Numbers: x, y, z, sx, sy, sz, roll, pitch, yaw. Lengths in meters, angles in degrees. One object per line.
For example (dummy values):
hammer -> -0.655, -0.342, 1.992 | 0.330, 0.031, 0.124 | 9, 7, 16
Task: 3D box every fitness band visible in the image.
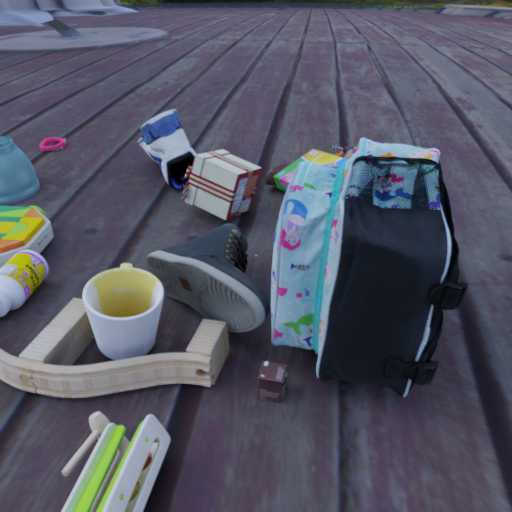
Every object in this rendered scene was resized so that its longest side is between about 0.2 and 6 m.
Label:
fitness band -> -6.197, -3.406, 17.086 | 0.689, 0.180, 0.959 | -3, 30, 0

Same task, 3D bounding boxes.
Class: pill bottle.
pill bottle -> -4.365, 0.505, 10.094 | 0.702, 0.702, 1.348 | 5, 33, 8

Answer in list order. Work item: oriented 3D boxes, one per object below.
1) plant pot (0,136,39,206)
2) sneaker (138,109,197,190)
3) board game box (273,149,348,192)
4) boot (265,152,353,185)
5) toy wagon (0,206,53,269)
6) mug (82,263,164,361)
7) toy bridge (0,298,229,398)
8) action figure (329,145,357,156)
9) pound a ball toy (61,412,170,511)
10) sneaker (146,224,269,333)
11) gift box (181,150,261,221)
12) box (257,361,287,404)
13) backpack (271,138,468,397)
plant pot -> -6.574, -2.223, 14.025 | 1.941, 1.300, 1.941 | 0, 32, 0
sneaker -> -2.208, -2.546, 14.665 | 1.231, 1.759, 3.047 | -25, 4, -7
board game box -> 1.464, -1.846, 13.060 | 1.353, 0.357, 1.768 | -37, 38, -19
boot -> 1.436, -2.260, 14.550 | 1.839, 0.800, 2.210 | 15, 38, 21
toy wagon -> -6.006, -0.335, 11.515 | 3.313, 0.656, 2.571 | 3, 31, 5
mug -> -1.976, 0.928, 8.809 | 1.175, 1.205, 1.468 | 18, 39, 15
toy bridge -> -3.049, 1.356, 8.690 | 5.014, 0.682, 1.685 | 8, 32, 12
action figure -> 2.549, -2.924, 15.998 | 0.907, 0.490, 0.937 | 0, 31, 17
pound a ball toy -> -1.728, 2.654, 6.714 | 1.122, 0.731, 1.720 | -18, 26, 21
sneaker -> -0.486, 0.161, 9.629 | 1.683, 1.185, 3.168 | -31, 30, -28
gift box -> -0.876, -1.584, 12.876 | 1.343, 1.438, 1.327 | 28, 22, 19
box -> 0.233, 1.837, 8.132 | 0.366, 0.446, 0.370 | 7, 33, 12
backpack -> 1.702, -0.110, 8.669 | 2.740, 3.231, 3.640 | 13, 35, 14
